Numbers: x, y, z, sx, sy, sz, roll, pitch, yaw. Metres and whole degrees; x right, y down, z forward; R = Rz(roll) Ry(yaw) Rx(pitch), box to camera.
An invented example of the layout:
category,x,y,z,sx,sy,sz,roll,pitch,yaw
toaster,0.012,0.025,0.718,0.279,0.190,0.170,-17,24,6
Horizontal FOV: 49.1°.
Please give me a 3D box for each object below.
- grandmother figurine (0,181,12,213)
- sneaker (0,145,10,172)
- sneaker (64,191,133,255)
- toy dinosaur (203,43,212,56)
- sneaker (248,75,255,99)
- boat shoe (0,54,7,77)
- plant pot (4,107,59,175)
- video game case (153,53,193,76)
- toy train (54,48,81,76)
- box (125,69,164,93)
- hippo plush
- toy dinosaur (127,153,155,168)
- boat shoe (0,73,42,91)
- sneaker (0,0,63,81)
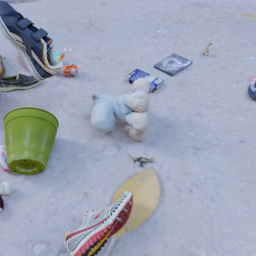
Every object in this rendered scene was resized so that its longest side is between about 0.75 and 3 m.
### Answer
category,x,y,z,sx,sy,sz,roll,pitch,yaw
grandmother figurine,-4.137,2.282,8.336,1.018,0.508,1.679,29,53,15
sneaker,-4.144,0.980,9.652,0.541,0.499,1.226,-17,47,-14
sneaker,-0.746,2.516,7.764,0.978,0.927,2.381,32,52,30
toy dinosaur,4.178,-4.128,14.859,0.337,0.586,1.159,15,46,16
sneaker,6.006,-2.184,12.581,0.818,0.956,2.332,20,48,20
boat shoe,-6.712,-3.337,13.716,1.055,1.030,2.789,-19,47,-19
plant pot,-3.295,0.551,9.374,1.843,1.843,1.774,-4,56,-4
video game case,2.299,-3.239,14.257,1.209,0.161,1.692,34,53,30
toy train,-3.208,-3.145,13.898,1.580,0.585,2.103,-11,48,-13
box,0.759,-2.235,13.132,1.619,0.262,0.981,31,51,26
hippo plush,-0.332,-0.894,10.410,2.164,2.143,2.691,2,45,1
toy dinosaur,0.406,1.121,9.703,1.024,0.243,0.451,11,31,12
boat shoe,-4.964,-2.158,12.785,1.936,0.636,0.692,-13,46,-13
sneaker,-3.267,-3.061,9.482,1.147,2.889,1.133,-19,31,19
